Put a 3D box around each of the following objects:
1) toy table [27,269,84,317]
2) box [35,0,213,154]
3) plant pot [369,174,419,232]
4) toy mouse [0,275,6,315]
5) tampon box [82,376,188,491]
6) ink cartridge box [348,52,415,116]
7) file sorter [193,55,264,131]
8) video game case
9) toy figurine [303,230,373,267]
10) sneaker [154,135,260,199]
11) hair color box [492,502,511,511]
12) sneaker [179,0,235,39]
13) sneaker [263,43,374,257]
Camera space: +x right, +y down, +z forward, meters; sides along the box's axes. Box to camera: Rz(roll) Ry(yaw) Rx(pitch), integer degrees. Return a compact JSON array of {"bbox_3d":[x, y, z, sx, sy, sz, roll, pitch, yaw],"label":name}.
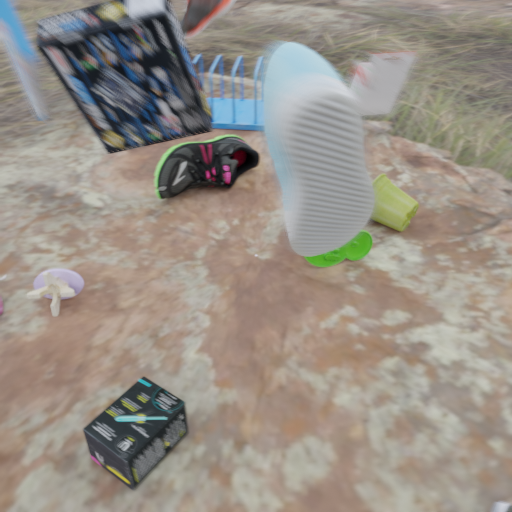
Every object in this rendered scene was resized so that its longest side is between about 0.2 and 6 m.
[{"bbox_3d":[-3.158,0.530,8.775,0.793,0.729,0.465,-14,20,8],"label":"toy table"},{"bbox_3d":[-1.789,-2.545,8.164,1.809,2.275,0.523,-11,59,8],"label":"box"},{"bbox_3d":[2.530,-0.932,10.544,0.870,0.947,0.947,34,48,22],"label":"plant pot"},{"bbox_3d":[-4.517,0.902,8.464,1.767,0.385,1.988,29,46,32],"label":"toy mouse"},{"bbox_3d":[-1.414,2.100,6.704,0.740,0.623,0.987,24,44,28],"label":"tampon box"},{"bbox_3d":[2.083,-3.013,9.561,0.785,1.440,0.363,-7,63,-10],"label":"ink cartridge box"},{"bbox_3d":[-0.472,-4.218,14.292,2.353,1.443,1.633,4,37,6],"label":"file sorter"},{"bbox_3d":[-3.567,-3.139,8.254,0.203,1.632,2.280,-25,0,-17],"label":"video game case"},{"bbox_3d":[1.206,-0.523,10.051,1.402,1.053,1.291,9,23,-24],"label":"toy figurine"},{"bbox_3d":[-0.982,-1.859,11.588,2.593,0.995,1.086,-31,43,-32],"label":"sneaker"},{"bbox_3d":[2.654,3.195,5.450,0.676,0.414,1.365,11,38,14],"label":"hair color box"},{"bbox_3d":[-1.026,-4.539,10.113,1.634,0.669,0.630,-13,48,47],"label":"sneaker"},{"bbox_3d":[0.638,-1.058,6.000,1.014,2.744,1.124,-14,58,-3],"label":"sneaker"}]
